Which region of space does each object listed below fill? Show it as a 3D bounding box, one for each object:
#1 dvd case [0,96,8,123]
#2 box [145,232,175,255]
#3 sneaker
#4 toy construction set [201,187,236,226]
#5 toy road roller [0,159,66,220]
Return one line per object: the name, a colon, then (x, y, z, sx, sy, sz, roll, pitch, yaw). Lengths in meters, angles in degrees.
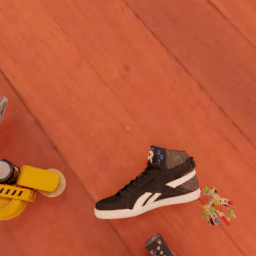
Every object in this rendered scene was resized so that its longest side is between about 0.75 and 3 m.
dvd case: (-4.242, 0.310, 7.262, 2.449, 0.196, 1.821, -25, 44, 18)
box: (0.882, 3.246, 7.198, 0.487, 0.561, 0.918, -35, 80, -4)
sneaker: (0.418, 1.282, 7.316, 2.828, 1.033, 1.582, -10, 91, -13)
toy construction set: (2.163, 1.940, 7.038, 0.851, 1.020, 0.784, -41, 92, 0)
toy road roller: (-2.666, 1.675, 7.156, 1.950, 1.198, 1.423, 12, 73, -6)
